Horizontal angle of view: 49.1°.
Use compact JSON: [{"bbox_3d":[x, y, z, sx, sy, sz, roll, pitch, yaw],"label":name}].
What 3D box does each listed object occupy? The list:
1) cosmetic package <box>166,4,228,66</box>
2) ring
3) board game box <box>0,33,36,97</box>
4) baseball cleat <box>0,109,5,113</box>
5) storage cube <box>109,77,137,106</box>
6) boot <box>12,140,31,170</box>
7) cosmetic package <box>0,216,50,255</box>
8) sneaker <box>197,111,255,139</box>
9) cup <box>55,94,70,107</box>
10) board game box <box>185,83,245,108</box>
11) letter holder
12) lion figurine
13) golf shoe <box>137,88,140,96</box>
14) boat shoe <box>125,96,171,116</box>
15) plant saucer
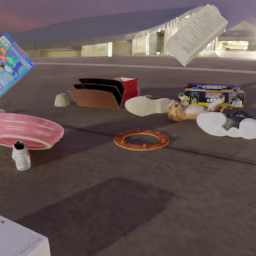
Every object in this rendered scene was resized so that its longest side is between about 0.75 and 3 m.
[{"bbox_3d":[2.838,-3.833,11.626,2.327,1.205,0.851,-42,-9,-6],"label":"cosmetic package"},{"bbox_3d":[0.453,0.333,9.464,1.858,0.178,1.858,0,19,0],"label":"ring"},{"bbox_3d":[-3.789,-1.853,8.455,1.602,1.218,0.360,-35,18,13],"label":"board game box"},{"bbox_3d":[-5.914,-0.659,12.369,0.467,0.306,0.878,4,8,29],"label":"baseball cleat"},{"bbox_3d":[-0.338,-1.967,14.707,1.397,1.256,1.194,14,23,38],"label":"storage cube"},{"bbox_3d":[-2.982,0.627,7.819,0.490,0.637,1.333,-10,21,-27],"label":"boot"},{"bbox_3d":[-2.049,1.837,4.228,1.641,0.607,0.834,8,20,27],"label":"cosmetic package"},{"bbox_3d":[3.618,-0.203,10.144,2.176,0.821,1.238,11,20,15],"label":"sneaker"},{"bbox_3d":[-3.357,-1.441,14.227,0.775,0.554,0.775,-1,18,0],"label":"cup"},{"bbox_3d":[4.495,-1.791,14.876,2.876,0.815,2.377,4,20,12],"label":"board game box"},{"bbox_3d":[-1.489,-1.816,13.259,2.246,1.129,1.596,6,-22,18],"label":"letter holder"},{"bbox_3d":[2.660,-0.658,10.864,2.599,0.942,1.592,13,-19,24],"label":"lion figurine"},{"bbox_3d":[-0.409,-2.240,16.187,2.402,0.905,1.099,8,17,19],"label":"golf shoe"},{"bbox_3d":[0.840,-1.061,12.650,2.384,0.857,0.710,-5,18,-29],"label":"boat shoe"},{"bbox_3d":[-2.992,0.177,7.955,2.251,0.570,2.251,3,-16,1],"label":"plant saucer"}]
